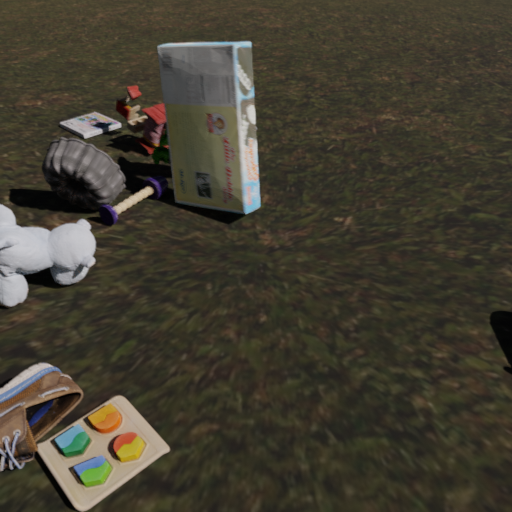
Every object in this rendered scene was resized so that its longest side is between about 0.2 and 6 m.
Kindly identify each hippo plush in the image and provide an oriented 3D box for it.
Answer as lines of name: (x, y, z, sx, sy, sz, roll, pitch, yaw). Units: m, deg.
hippo plush: (-3.673, -0.244, 9.586, 1.663, 2.068, 1.647, -9, 56, -27)

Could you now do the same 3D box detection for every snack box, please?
snack box: (-0.932, -2.577, 11.392, 1.911, 3.289, 0.610, 12, 28, 31)

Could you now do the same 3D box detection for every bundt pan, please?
bundt pan: (-3.698, -1.612, 11.763, 1.774, 1.774, 0.666, 11, 58, 16)

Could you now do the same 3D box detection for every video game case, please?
video game case: (-4.778, -3.771, 16.143, 1.332, 0.158, 1.213, 28, 43, 36)

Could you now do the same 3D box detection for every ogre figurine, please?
ogre figurine: (-1.151, -2.691, 12.726, 1.561, 2.604, 1.277, 29, 25, -25)

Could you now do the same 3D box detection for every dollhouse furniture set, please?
dollhouse furniture set: (-3.014, -3.677, 14.603, 1.952, 1.050, 0.794, 41, 46, 18)

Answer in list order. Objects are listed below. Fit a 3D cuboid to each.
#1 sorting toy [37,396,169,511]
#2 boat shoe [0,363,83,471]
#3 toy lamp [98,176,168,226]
sorting toy: (-1.944, 2.400, 7.072, 1.302, 0.237, 1.205, -26, 42, -33)
boat shoe: (-3.098, 2.170, 6.879, 0.819, 0.818, 2.264, 15, 37, 23)
toy lamp: (-2.610, -1.252, 12.170, 0.522, 0.522, 1.792, 22, 40, 28)
